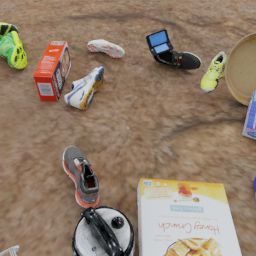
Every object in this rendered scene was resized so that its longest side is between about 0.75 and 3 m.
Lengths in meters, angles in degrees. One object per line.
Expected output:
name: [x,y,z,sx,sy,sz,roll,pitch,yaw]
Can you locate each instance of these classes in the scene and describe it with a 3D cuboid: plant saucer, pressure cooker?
plant saucer: [4.321,-1.948,9.444,2.436,2.436,0.431,-7,12,-7]
pressure cooker: [-0.484,2.326,5.754,1.262,1.434,1.281,9,49,8]

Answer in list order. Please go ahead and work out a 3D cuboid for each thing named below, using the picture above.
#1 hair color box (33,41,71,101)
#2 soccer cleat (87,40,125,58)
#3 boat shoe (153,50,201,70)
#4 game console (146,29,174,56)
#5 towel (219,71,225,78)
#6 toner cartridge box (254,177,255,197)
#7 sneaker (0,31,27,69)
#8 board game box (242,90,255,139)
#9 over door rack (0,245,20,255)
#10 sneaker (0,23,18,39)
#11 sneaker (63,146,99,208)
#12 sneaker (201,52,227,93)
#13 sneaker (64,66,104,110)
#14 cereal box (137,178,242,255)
hair color box: [-2.644,-2.076,10.020,0.667,1.105,2.177,2,48,3]
soccer cleat: [-0.868,-3.339,11.558,1.714,0.594,0.665,17,47,19]
boat shoe: [1.853,-2.601,10.724,1.877,0.687,0.588,23,37,24]
game console: [1.181,-3.165,10.408,0.836,0.486,0.735,-20,51,1]
towel: [3.371,-2.015,10.662,0.853,0.077,0.367,-18,49,-16]
toner cartridge box: [4.141,1.695,7.053,1.718,0.371,0.816,10,49,10]
sneaker: [-4.649,-2.979,11.143,0.988,0.876,2.365,-23,46,-4]
board game box: [4.713,-0.230,8.727,1.898,0.391,1.903,20,52,13]
over door rack: [-2.742,3.112,5.613,1.393,0.464,1.029,-10,45,-38]
sneaker: [-6.142,-4.034,11.864,2.794,1.054,1.068,-14,49,-14]
sneaker: [-1.127,1.063,7.227,0.746,0.793,1.937,-6,45,-31]
sneaker: [2.839,-1.889,9.367,0.586,0.594,1.555,19,70,26]
sneaker: [-1.489,-1.538,9.758,0.899,0.768,2.039,15,49,13]
cereal box: [1.295,2.529,6.027,2.126,0.584,2.955,4,47,-6]
